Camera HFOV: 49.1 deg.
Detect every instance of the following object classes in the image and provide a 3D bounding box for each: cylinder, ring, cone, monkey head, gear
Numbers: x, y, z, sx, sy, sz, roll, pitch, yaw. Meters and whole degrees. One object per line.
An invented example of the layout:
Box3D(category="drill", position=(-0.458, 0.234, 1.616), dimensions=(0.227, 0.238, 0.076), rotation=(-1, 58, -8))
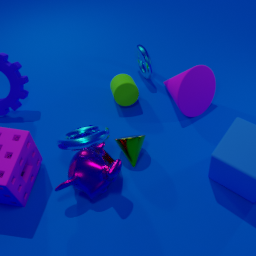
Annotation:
Box3D(category="cylinder", position=(-0.120, -1.233, 9.020), dimensions=(0.807, 0.807, 0.807), rotation=(-9, 32, -8))
Box3D(category="ring", position=(0.540, -2.305, 9.778), dimensions=(0.247, 1.237, 1.237), rotation=(-23, 53, -8))
Box3D(category="cone", position=(1.696, -1.353, 9.212), dimensions=(1.619, 1.619, 1.625), rotation=(-29, 32, -23))
Box3D(category="monkey head", position=(-0.814, 0.952, 6.884), dimensions=(1.196, 1.428, 1.985), rotation=(38, 55, 0))
Box3D(category="ring", position=(-1.102, 0.232, 6.985), dimensions=(1.360, 0.272, 1.360), rotation=(-11, 14, 3))
Box3D(category="gear", position=(-4.007, -1.330, 8.484), dimensions=(1.884, 1.884, 0.349), rotation=(-1, 20, -1))
Box3D(category="cone", position=(0.112, 0.675, 7.638), dimensions=(0.870, 0.870, 0.874), rotation=(-8, 91, -7))

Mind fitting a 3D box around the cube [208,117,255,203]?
Box3D(category="cube", position=(2.905, 0.796, 6.910), dimensions=(1.301, 1.301, 1.301), rotation=(30, 67, 27))

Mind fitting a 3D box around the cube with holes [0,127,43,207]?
Box3D(category="cube with holes", position=(-3.118, 0.927, 6.812), dimensions=(1.383, 1.383, 1.383), rotation=(8, 56, 4))
